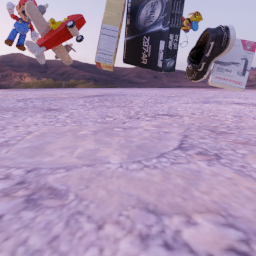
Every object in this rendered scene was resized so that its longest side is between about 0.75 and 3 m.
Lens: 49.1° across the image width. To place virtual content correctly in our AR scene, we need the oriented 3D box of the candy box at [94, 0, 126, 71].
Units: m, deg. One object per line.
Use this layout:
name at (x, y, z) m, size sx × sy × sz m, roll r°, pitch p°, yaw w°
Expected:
candy box at (-0.551, -3.063, 9.032) m, size 0.616 × 2.229 × 1.287 m, roll 11°, pitch 3°, yaw -2°

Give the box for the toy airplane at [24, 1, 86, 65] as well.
toy airplane at (-2.284, -2.782, 8.397) m, size 1.749 × 1.756 × 1.239 m, roll 2°, pitch 44°, yaw -30°

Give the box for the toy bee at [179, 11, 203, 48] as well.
toy bee at (2.509, -4.314, 11.469) m, size 1.138 × 0.945 × 1.738 m, roll -13°, pitch 46°, yaw 32°

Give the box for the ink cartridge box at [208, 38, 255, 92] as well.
ink cartridge box at (3.336, -2.040, 8.995) m, size 1.121 × 1.538 × 0.652 m, roll 15°, pitch 6°, yaw 11°

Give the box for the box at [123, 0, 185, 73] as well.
box at (0.767, -3.291, 9.148) m, size 0.578 × 2.657 × 2.128 m, roll -11°, pitch 26°, yaw -37°

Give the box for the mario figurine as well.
mario figurine at (-3.521, -3.505, 9.381) m, size 0.944 × 1.781 × 1.099 m, roll 28°, pitch 15°, yaw 13°

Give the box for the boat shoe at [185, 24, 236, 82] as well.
boat shoe at (2.291, -2.234, 8.771) m, size 0.819 × 1.003 × 2.715 m, roll -5°, pitch -12°, yaw -13°
